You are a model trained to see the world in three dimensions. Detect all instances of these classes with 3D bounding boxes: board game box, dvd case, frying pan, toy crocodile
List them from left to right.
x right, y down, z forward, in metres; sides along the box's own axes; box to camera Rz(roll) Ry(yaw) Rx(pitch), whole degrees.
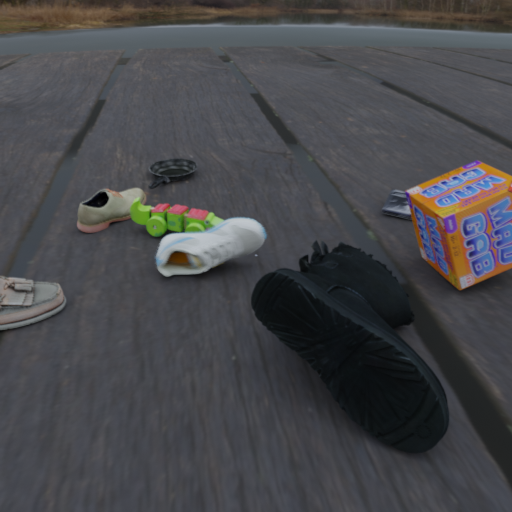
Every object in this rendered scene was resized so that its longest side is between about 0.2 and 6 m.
[{"bbox_3d":[-2.239,-2.190,15.259,1.336,0.359,2.208,-5,31,-7],"label":"frying pan"},{"bbox_3d":[-1.650,-0.799,12.282,2.291,0.707,0.773,11,29,11],"label":"toy crocodile"},{"bbox_3d":[3.767,-1.173,13.392,1.304,0.161,0.980,16,40,18],"label":"dvd case"},{"bbox_3d":[3.998,-0.615,10.550,1.571,1.569,1.570,-23,26,-1],"label":"board game box"}]

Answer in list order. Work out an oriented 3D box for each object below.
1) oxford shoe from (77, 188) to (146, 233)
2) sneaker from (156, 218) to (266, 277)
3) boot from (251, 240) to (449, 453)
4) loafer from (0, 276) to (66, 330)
[{"bbox_3d":[-3.282,-1.222,12.988,0.701,0.731,1.981,25,39,20],"label":"oxford shoe"},{"bbox_3d":[-0.860,-0.096,10.816,2.183,0.835,0.882,-14,30,11],"label":"sneaker"},{"bbox_3d":[1.691,1.077,8.349,3.302,1.222,2.706,40,25,21],"label":"boot"},{"bbox_3d":[-4.640,0.743,9.393,2.678,0.842,0.963,-9,30,-16],"label":"loafer"}]
